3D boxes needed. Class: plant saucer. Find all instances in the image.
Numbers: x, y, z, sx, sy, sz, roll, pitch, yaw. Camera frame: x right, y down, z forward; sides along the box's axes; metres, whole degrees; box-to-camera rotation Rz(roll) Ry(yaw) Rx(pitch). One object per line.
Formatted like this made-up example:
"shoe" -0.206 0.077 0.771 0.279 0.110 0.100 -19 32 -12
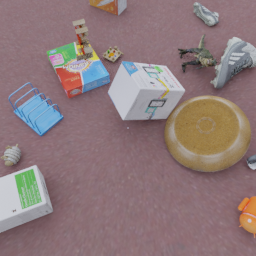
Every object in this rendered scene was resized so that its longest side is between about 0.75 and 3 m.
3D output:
"plant saucer" 2.523 0.011 9.066 2.769 0.490 2.769 -7 62 13

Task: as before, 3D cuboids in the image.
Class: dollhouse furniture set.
"dollhouse furniture set" -1.474 -2.646 8.696 0.538 1.044 1.033 -17 75 -11

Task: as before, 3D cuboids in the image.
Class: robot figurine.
"robot figurine" 3.668 2.467 7.966 1.229 0.884 0.716 -47 26 -23

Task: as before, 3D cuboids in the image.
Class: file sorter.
"file sorter" -3.232 -0.692 9.782 1.525 0.935 1.058 37 66 20

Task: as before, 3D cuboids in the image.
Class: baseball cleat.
"baseball cleat" 3.627 -5.269 12.923 0.774 0.507 1.454 -23 71 -20
"baseball cleat" 4.266 -2.511 10.871 1.512 0.991 2.841 21 61 13

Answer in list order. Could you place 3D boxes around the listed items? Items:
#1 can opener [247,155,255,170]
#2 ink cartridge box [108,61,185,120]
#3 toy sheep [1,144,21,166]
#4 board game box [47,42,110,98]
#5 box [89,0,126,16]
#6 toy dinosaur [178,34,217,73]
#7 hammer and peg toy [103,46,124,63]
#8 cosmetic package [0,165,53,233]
"can opener" 4.480 0.948 9.083 1.390 0.462 0.366 -18 59 -16
"ink cartridge box" 0.592 -1.204 9.331 1.866 1.363 1.369 -3 49 -35
"toy sheep" -3.743 0.864 9.058 0.561 0.561 0.814 13 63 8
"board game box" -1.986 -2.428 11.122 1.764 0.465 2.305 -24 61 -14
"box" -0.958 -6.149 13.089 1.646 1.024 0.802 26 62 15
"toy dinosaur" 2.733 -2.920 11.239 1.294 0.697 2.936 -15 36 15
"hammer and peg toy" -0.582 -3.115 11.646 0.619 0.297 0.841 29 63 17
"cosmetic package" -3.518 2.168 7.973 2.378 1.009 1.279 -20 62 -14
